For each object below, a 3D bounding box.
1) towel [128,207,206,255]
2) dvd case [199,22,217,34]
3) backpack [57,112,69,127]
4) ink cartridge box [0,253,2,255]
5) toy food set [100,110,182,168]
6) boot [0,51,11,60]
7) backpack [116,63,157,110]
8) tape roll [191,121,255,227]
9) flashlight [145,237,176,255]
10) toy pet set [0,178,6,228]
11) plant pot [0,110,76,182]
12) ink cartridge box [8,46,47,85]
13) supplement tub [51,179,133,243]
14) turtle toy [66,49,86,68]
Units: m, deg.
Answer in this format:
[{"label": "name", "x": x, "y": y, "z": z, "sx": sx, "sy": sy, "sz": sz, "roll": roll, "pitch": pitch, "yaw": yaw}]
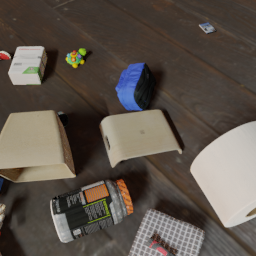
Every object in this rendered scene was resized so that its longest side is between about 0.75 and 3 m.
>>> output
[{"label": "towel", "x": 1.048, "y": 3.827, "z": 8.316, "sx": 1.995, "sy": 1.031, "sz": 2.409, "roll": 19, "pitch": 57, "yaw": 14}, {"label": "dvd case", "x": 4.485, "y": -5.613, "z": 15.727, "sx": 0.621, "sy": 0.076, "sz": 0.871, "roll": -18, "pitch": 56, "yaw": -14}, {"label": "backpack", "x": -2.865, "y": -0.322, "z": 11.547, "sx": 0.754, "sy": 0.663, "sz": 0.578, "roll": -22, "pitch": 27, "yaw": -28}, {"label": "ink cartridge box", "x": -4.851, "y": 4.737, "z": 7.931, "sx": 2.847, "sy": 0.669, "sz": 2.813, "roll": -35, "pitch": 63, "yaw": -21}, {"label": "toy food set", "x": 0.489, "y": 0.400, "z": 11.039, "sx": 2.826, "sy": 0.854, "sz": 2.028, "roll": -9, "pitch": 54, "yaw": -16}, {"label": "boot", "x": -6.513, "y": -3.443, "z": 13.960, "sx": 1.199, "sy": 0.434, "sz": 0.865, "roll": 13, "pitch": 55, "yaw": 19}, {"label": "backpack", "x": 0.287, "y": -1.621, "z": 12.011, "sx": 1.497, "sy": 1.450, "sz": 1.784, "roll": -2, "pitch": 61, "yaw": 36}, {"label": "tape roll", "x": 3.767, "y": 1.491, "z": 8.813, "sx": 2.975, "sy": 2.975, "sz": 2.043, "roll": -18, "pitch": 56, "yaw": -13}, {"label": "flashlight", "x": 0.911, "y": 3.458, "z": 7.914, "sx": 0.852, "sy": 0.289, "sz": 0.288, "roll": 34, "pitch": 92, "yaw": 20}, {"label": "toy pet set", "x": -5.182, "y": 2.485, "z": 9.125, "sx": 2.366, "sy": 1.256, "sz": 2.209, "roll": 18, "pitch": 52, "yaw": -20}, {"label": "plant pot", "x": -3.096, "y": 0.618, "z": 9.631, "sx": 2.234, "sy": 2.236, "sz": 1.980, "roll": -4, "pitch": 69, "yaw": -3}, {"label": "ink cartridge box", "x": -4.732, "y": -3.000, "z": 13.395, "sx": 1.355, "sy": 0.782, "sz": 1.855, "roll": 0, "pitch": 54, "yaw": 0}, {"label": "supplement tub", "x": -1.132, "y": 2.560, "z": 8.974, "sx": 2.382, "sy": 1.460, "sz": 1.460, "roll": -16, "pitch": 56, "yaw": -11}, {"label": "turtle toy", "x": -2.552, "y": -3.549, "z": 13.928, "sx": 1.122, "sy": 0.567, "sz": 0.817, "roll": -36, "pitch": 62, "yaw": -23}]
